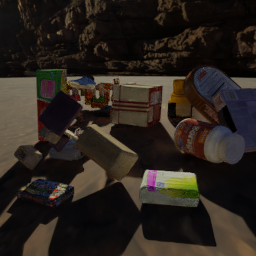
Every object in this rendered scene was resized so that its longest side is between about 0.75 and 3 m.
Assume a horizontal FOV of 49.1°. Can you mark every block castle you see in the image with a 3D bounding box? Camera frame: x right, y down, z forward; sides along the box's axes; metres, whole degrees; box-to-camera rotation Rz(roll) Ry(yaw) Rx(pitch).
[{"bbox_3d":[-1.955,-1.737,15.129,2.824,1.325,1.887,-3,5,-30],"label":"block castle"}]

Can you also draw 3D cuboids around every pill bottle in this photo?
[{"bbox_3d":[1.999,0.332,6.998,0.919,0.919,1.639,-8,15,-32],"label":"pill bottle"}]

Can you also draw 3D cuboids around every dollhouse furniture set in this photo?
[{"bbox_3d":[-0.981,0.716,6.617,2.372,1.879,1.683,34,-4,23],"label":"dollhouse furniture set"}]

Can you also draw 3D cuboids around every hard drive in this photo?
[{"bbox_3d":[-0.677,-0.784,13.142,1.225,0.289,1.756,4,14,17],"label":"hard drive"}]

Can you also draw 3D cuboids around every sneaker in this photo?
[{"bbox_3d":[-1.850,-1.917,11.204,1.073,0.597,0.412,5,-16,-19],"label":"sneaker"}]

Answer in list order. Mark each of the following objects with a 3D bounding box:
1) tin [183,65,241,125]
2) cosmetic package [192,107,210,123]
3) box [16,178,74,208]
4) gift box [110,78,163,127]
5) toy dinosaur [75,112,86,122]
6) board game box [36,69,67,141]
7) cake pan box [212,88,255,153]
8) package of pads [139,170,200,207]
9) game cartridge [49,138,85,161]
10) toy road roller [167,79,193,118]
[{"bbox_3d":[2.972,-0.785,8.578,2.839,0.594,1.589,44,55,6],"label":"tin"},{"bbox_3d":[2.830,-0.216,9.311,0.935,0.929,1.117,-7,15,-24],"label":"cosmetic package"},{"bbox_3d":[-1.497,1.168,5.106,0.851,0.160,0.581,6,15,25],"label":"box"},{"bbox_3d":[0.224,-1.027,11.035,1.773,1.752,1.898,9,10,26],"label":"gift box"},{"bbox_3d":[-2.266,-0.391,10.872,1.014,0.642,1.497,10,21,9],"label":"toy dinosaur"},{"bbox_3d":[-2.453,-0.825,9.208,0.435,2.158,1.651,4,14,5],"label":"board game box"},{"bbox_3d":[3.499,-0.251,7.892,1.964,1.809,0.514,-6,-26,-21],"label":"cake pan box"},{"bbox_3d":[0.754,1.078,5.093,1.018,0.347,0.786,3,15,9],"label":"package of pads"},{"bbox_3d":[-1.474,0.543,7.610,0.910,0.284,1.366,9,15,18],"label":"game cartridge"},{"bbox_3d":[2.558,-1.405,12.718,1.420,1.687,2.310,3,13,11],"label":"toy road roller"}]
